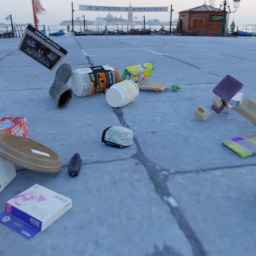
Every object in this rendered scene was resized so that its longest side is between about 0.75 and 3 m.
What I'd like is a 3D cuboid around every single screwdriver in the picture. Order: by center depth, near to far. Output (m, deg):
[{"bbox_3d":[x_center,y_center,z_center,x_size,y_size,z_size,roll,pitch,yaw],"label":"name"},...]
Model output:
[{"bbox_3d":[-1.572,0.761,8.832,0.368,0.383,2.636,-1,20,-3],"label":"screwdriver"}]

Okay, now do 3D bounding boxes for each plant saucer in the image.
[{"bbox_3d":[-2.761,0.651,7.778,2.068,0.305,2.068,25,3,-1],"label":"plant saucer"}]

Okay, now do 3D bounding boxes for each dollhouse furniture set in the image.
[{"bbox_3d":[4.485,-0.355,11.555,2.651,2.101,1.882,44,3,29],"label":"dollhouse furniture set"}]

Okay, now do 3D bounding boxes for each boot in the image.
[{"bbox_3d":[-3.145,-2.096,13.642,0.837,2.097,2.306,20,7,-24],"label":"boot"}]

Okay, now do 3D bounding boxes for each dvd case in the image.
[{"bbox_3d":[-3.224,-2.896,10.431,1.554,0.256,2.068,33,-21,-22],"label":"dvd case"}]

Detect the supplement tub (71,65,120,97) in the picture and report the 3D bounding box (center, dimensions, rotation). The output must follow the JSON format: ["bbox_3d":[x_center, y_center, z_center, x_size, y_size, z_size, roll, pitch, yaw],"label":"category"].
[{"bbox_3d":[-1.728,-2.590,15.125,2.403,1.472,1.472,-17,29,-32],"label":"supplement tub"}]

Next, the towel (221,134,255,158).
[{"bbox_3d":[4.089,0.578,9.374,1.604,0.183,1.152,-10,26,-20],"label":"towel"}]

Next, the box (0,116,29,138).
[{"bbox_3d":[-4.030,0.274,9.240,0.795,0.830,1.665,3,23,6],"label":"box"}]

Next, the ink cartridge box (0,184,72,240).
[{"bbox_3d":[-2.134,1.826,6.362,1.219,0.269,1.241,14,25,28],"label":"ink cartridge box"}]

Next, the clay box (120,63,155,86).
[{"bbox_3d":[0.576,-2.966,16.089,2.358,1.355,0.561,-22,65,-41],"label":"clay box"}]

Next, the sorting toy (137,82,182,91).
[{"bbox_3d":[1.807,-2.280,15.820,2.258,0.332,1.669,8,20,27],"label":"sorting toy"}]

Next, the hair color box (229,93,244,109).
[{"bbox_3d":[5.114,-1.355,13.539,0.709,0.434,1.433,12,27,25],"label":"hair color box"}]

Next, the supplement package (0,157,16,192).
[{"bbox_3d":[-3.684,1.208,6.877,0.942,0.978,1.719,2,24,9],"label":"supplement package"}]

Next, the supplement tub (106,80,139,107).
[{"bbox_3d":[-0.272,-1.634,13.356,1.081,1.081,1.491,13,26,28],"label":"supplement tub"}]

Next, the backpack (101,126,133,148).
[{"bbox_3d":[-0.312,0.280,9.496,0.994,0.629,0.829,15,25,26],"label":"backpack"}]
